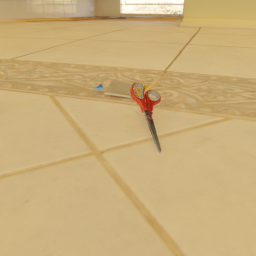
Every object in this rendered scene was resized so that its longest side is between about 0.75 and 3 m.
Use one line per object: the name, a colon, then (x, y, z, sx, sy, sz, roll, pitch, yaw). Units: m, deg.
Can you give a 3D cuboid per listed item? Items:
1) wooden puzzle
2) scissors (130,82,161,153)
wooden puzzle: (-0.243, -1.458, 10.589, 1.802, 0.211, 1.216, 14, 39, 18)
scissors: (0.460, -0.393, 7.695, 0.996, 0.190, 2.723, 22, 39, -13)
